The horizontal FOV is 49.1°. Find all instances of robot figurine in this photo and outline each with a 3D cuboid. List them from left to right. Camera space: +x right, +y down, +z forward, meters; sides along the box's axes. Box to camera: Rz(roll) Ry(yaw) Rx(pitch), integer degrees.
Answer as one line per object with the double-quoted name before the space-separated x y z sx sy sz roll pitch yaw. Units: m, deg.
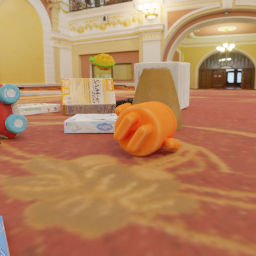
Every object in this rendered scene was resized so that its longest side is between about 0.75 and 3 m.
"robot figurine" 0.410 -0.008 5.763 1.271 1.030 1.767 0 10 26

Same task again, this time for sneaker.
"sneaker" -0.131 -1.086 13.131 1.841 0.694 0.730 2 8 9

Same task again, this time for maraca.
"maraca" -1.018 -2.617 10.974 1.161 0.621 0.796 30 38 34

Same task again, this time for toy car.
"toy car" -3.512 -0.315 6.826 1.561 1.381 1.439 -16 7 -35

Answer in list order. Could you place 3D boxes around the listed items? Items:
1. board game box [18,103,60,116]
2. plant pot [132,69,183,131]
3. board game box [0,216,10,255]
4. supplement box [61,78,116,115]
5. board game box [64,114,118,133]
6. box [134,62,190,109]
"board game box" -4.370 -0.874 12.743 1.374 0.377 2.177 8 12 34
"plant pot" 0.849 -0.904 8.683 1.691 1.814 1.691 -1 10 0
"board game box" -1.274 1.025 2.321 0.507 0.096 0.986 -6 11 -27
"supplement box" -1.750 -1.403 12.283 2.268 1.429 0.834 -3 -28 -12
"board game box" -0.872 -0.167 8.532 1.750 0.381 1.759 0 10 2
"box" 1.799 -2.187 14.501 2.379 2.391 2.048 5 13 27
